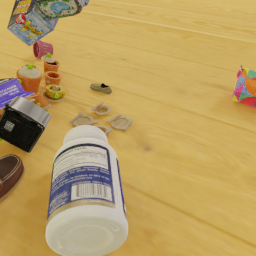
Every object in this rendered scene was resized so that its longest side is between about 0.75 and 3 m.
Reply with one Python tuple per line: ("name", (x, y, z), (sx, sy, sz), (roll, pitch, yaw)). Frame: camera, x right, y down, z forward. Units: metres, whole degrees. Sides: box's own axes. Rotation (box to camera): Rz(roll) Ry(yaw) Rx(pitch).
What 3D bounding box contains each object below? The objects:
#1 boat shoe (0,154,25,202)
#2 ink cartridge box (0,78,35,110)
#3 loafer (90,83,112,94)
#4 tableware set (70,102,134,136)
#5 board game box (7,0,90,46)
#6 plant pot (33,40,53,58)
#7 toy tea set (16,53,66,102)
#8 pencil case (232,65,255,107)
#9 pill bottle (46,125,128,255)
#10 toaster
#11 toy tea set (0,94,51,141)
("boat shoe", (-3.143, 1.290, 5.885), (0.845, 0.844, 2.400), (13, 39, 19))
("ink cartridge box", (-4.481, -0.706, 7.947), (2.720, 0.590, 2.694), (8, 34, 42))
("loafer", (-0.943, -1.433, 9.787), (0.865, 0.292, 0.329), (16, 41, 19))
("tableware set", (-0.780, -0.222, 8.323), (1.671, 0.194, 1.396), (30, 47, 32))
("board game box", (-2.038, -3.720, 7.756), (2.845, 0.877, 2.843), (8, 74, 33))
("plant pot", (-3.600, -3.358, 11.958), (0.683, 0.763, 0.763), (-9, 36, -36))
("toy tea set", (-2.962, -1.971, 9.654), (1.594, 0.992, 2.681), (5, 35, -22))
("pencil case", (4.654, -1.092, 8.665), (2.771, 1.225, 1.225), (21, 43, 22))
("pill bottle", (-0.833, 1.099, 5.652), (1.404, 1.404, 2.529), (-4, 38, -6))
("toaster", (-2.688, -0.121, 7.157), (1.079, 1.194, 0.708), (31, 31, -15))
("toy tea set", (-3.253, -0.281, 8.163), (2.240, 0.829, 1.332), (-25, 15, -24))
